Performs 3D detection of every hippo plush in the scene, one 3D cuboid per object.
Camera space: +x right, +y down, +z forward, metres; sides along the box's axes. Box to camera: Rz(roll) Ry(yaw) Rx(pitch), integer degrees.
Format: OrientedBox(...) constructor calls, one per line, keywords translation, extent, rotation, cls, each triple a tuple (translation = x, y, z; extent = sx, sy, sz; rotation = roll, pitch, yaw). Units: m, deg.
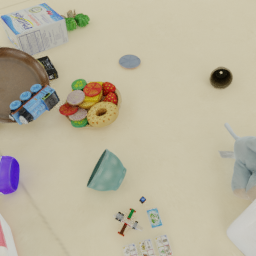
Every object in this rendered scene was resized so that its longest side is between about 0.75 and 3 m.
OrientedBox(translation=(3.833, 1.042, 7.398), extent=(1.922, 1.904, 2.390), rotation=(10, 4, -14), cls="hippo plush")

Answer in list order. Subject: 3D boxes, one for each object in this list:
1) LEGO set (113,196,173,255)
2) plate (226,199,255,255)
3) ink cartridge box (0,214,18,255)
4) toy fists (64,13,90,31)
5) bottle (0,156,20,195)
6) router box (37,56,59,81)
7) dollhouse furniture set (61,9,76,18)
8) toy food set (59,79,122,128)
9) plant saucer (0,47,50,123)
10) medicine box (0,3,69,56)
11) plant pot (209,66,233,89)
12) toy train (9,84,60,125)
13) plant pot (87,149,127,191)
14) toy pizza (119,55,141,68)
OrientedBox(translation=(0.304, 2.475, 6.836), extent=(1.126, 0.370, 1.507), rotation=(-11, 60, -12), cls="LEGO set")
OrientedBox(translation=(3.946, 2.279, 5.522), extent=(0.482, 2.980, 2.974), rotation=(-4, 40, -47), cls="plate")
OrientedBox(translation=(-3.656, 3.214, 5.500), extent=(2.824, 1.197, 2.056), rotation=(-22, 52, -20), cls="ink cartridge box")
OrientedBox(translation=(-2.474, -4.986, 13.138), extent=(1.425, 0.490, 0.726), rotation=(-26, 55, -23), cls="toy fists")
OrientedBox(translation=(-4.187, 1.326, 7.385), extent=(2.442, 0.797, 1.020), rotation=(-5, 60, -3), cls="bottle")
OrientedBox(translation=(-3.354, -2.247, 10.849), extent=(0.954, 0.317, 1.213), rotation=(-22, 52, -18), cls="router box")
OrientedBox(translation=(-3.185, -5.487, 13.548), extent=(1.068, 0.521, 0.911), rotation=(15, 50, 13), cls="dollhouse furniture set")
OrientedBox(translation=(-1.226, -0.831, 9.303), extent=(2.041, 0.502, 2.062), rotation=(1, 56, 11), cls="toy food set")
OrientedBox(translation=(-3.792, -1.329, 8.872), extent=(2.535, 0.407, 2.535), rotation=(7, 73, -25), cls="plant saucer")
OrientedBox(translation=(-4.004, -4.262, 12.090), extent=(2.138, 1.101, 1.948), rotation=(-29, 54, -23), cls="medicine box")
OrientedBox(translation=(3.444, -1.939, 10.367), extent=(0.809, 0.809, 0.702), rotation=(13, 33, 11), cls="plant pot")
OrientedBox(translation=(-2.884, -0.724, 8.595), extent=(0.885, 0.671, 1.548), rotation=(29, 62, 29), cls="toy train")
OrientedBox(translation=(-0.505, 1.209, 7.428), extent=(0.752, 1.122, 1.122), rotation=(27, 50, -8), cls="plant pot")
OrientedBox(translation=(0.070, -2.667, 11.337), extent=(0.892, 0.141, 0.892), rotation=(0, 50, 0), cls="toy pizza")
